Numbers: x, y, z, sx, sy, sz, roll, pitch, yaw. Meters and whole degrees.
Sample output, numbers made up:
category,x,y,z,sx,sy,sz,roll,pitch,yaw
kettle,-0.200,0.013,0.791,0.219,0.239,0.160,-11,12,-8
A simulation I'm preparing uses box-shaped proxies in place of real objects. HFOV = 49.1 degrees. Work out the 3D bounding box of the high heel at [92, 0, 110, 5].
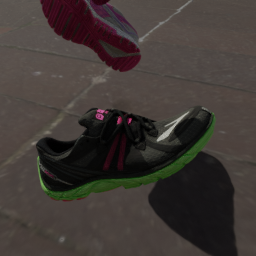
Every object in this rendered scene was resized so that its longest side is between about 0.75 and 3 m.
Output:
category,x,y,z,sx,sy,sz,roll,pitch,yaw
high heel,0.012,-1.512,2.565,0.455,1.350,0.649,-13,71,-30

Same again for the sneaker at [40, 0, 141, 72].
category,x,y,z,sx,sy,sz,roll,pitch,yaw
sneaker,-0.795,-2.429,6.446,2.608,1.061,1.151,36,38,-22

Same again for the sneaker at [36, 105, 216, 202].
category,x,y,z,sx,sy,sz,roll,pitch,yaw
sneaker,-0.087,0.152,3.002,2.077,0.870,0.797,-18,11,8
